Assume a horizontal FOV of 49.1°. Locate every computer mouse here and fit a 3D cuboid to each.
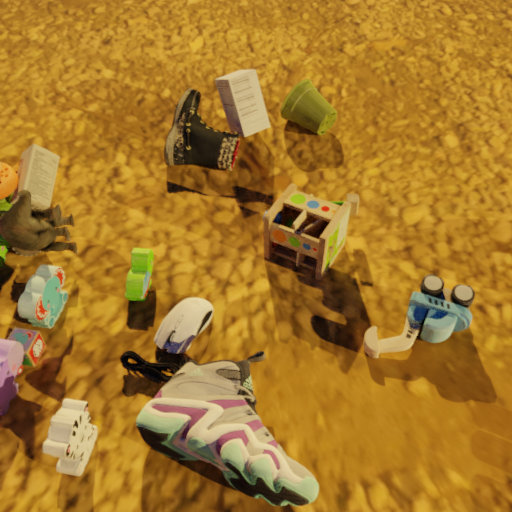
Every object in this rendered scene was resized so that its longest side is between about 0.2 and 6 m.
[{"bbox_3d":[-1.223,1.148,8.405,0.900,0.360,1.641,19,50,18],"label":"computer mouse"}]

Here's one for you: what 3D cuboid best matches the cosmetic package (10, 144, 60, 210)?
[{"bbox_3d":[-4.073,-1.409,10.335,0.484,0.573,1.110,-19,57,38],"label":"cosmetic package"}]

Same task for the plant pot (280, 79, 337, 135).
[{"bbox_3d":[1.202,-3.109,12.069,0.952,1.002,1.002,43,59,17],"label":"plant pot"}]

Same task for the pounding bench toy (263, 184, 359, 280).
[{"bbox_3d":[0.929,-0.629,9.627,1.239,0.987,1.588,23,51,20],"label":"pounding bench toy"}]

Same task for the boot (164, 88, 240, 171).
[{"bbox_3d":[-0.997,-2.569,11.551,1.437,0.687,1.903,10,63,7],"label":"boot"}]

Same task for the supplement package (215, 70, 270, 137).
[{"bbox_3d":[-0.279,-3.183,11.668,0.664,1.212,0.690,-27,27,-21],"label":"supplement package"}]

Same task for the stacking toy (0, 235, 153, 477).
[{"bbox_3d":[-3.387,1.084,8.101,2.959,0.922,3.925,7,47,6],"label":"stacking toy"}]

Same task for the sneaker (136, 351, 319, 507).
[{"bbox_3d":[-0.132,1.987,7.222,2.450,0.952,1.713,20,51,17],"label":"sneaker"}]

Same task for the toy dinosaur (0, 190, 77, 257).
[{"bbox_3d":[-3.582,-0.397,8.965,1.172,2.292,0.882,-10,85,-6],"label":"toy dinosaur"}]

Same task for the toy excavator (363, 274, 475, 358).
[{"bbox_3d":[2.443,1.017,8.383,1.384,0.711,1.423,17,58,17],"label":"toy excavator"}]

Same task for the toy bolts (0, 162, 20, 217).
[{"bbox_3d":[-4.955,-1.757,10.434,1.913,1.327,1.827,19,50,17],"label":"toy bolts"}]
